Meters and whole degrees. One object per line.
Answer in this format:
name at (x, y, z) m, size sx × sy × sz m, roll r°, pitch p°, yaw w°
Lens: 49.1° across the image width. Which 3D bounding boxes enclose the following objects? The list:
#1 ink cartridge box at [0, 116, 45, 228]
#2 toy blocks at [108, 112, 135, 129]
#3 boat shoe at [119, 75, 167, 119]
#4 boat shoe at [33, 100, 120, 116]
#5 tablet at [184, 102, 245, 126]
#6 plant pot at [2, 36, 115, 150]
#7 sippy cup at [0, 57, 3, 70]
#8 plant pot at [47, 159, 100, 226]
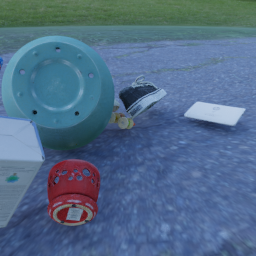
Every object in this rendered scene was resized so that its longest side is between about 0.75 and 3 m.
ink cartridge box at (-2.137, 0.734, 3.680) m, size 1.347 × 1.975 × 0.754 m, roll 9°, pitch 39°, yaw -38°
toy blocks at (-0.105, -0.197, 7.343) m, size 0.690 × 0.301 × 0.828 m, roll 23°, pitch 11°, yaw 24°
boat shoe at (0.367, -0.923, 7.885) m, size 0.944 × 0.874 × 2.558 m, roll -39°, pitch -2°, yaw 26°
boat shoe at (-1.277, -0.550, 7.080) m, size 2.465 × 0.878 × 0.860 m, roll 3°, pitch 34°, yaw -47°
tablet at (2.401, -0.434, 7.790) m, size 1.434 × 0.098 × 0.933 m, roll 14°, pitch 38°, yaw 35°
plant pot at (-1.346, -0.695, 5.613) m, size 2.404 × 2.404 × 1.929 m, roll -5°, pitch 0°, yaw -11°
sippy cup at (-3.435, -1.229, 6.177) m, size 1.627 × 1.193 × 1.278 m, roll 23°, pitch -8°, yaw 16°
plant pot at (-0.836, 1.002, 4.257) m, size 0.818 × 0.818 × 0.745 m, roll -1°, pitch 41°, yaw -3°
